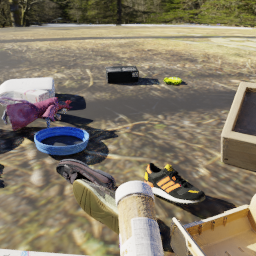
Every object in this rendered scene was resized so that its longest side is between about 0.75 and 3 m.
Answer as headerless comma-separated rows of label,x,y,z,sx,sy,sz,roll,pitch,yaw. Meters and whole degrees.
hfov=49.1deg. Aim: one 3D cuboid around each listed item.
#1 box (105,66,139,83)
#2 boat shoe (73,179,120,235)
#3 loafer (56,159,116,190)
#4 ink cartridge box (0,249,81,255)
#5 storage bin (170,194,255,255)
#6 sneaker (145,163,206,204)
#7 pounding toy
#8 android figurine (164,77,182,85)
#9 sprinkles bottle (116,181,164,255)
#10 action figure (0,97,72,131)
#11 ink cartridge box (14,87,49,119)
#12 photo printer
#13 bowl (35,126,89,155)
box,-0.352,-3.108,16.176,1.804,0.712,1.274,-4,29,-7
boat shoe,-0.440,1.695,6.209,1.925,0.688,0.632,26,30,33
loafer,-1.179,1.269,7.150,1.737,0.624,0.547,14,33,21
ink cartridge box,-1.739,2.610,3.959,2.560,0.861,1.487,2,24,4
storage bin,2.054,2.167,4.834,2.008,0.941,1.994,-10,28,-20
sneaker,1.048,1.259,6.611,1.634,0.735,0.571,8,8,42
pounding toy,4.321,0.025,8.111,2.492,1.925,2.708,14,57,27
android figurine,2.550,-2.671,15.839,0.999,0.225,1.098,13,30,26
sprinkles bottle,0.218,1.984,4.801,0.752,0.752,2.204,-2,41,-5
action figure,-3.200,-0.701,10.135,2.369,1.764,1.587,-20,23,-9
ink cartridge box,-3.908,-1.047,11.496,1.391,1.005,0.589,13,28,26
photo printer,-4.693,-1.687,12.980,2.505,0.870,2.084,-5,27,-11
bowl,-2.126,0.398,9.070,1.709,0.335,1.709,4,21,-1
